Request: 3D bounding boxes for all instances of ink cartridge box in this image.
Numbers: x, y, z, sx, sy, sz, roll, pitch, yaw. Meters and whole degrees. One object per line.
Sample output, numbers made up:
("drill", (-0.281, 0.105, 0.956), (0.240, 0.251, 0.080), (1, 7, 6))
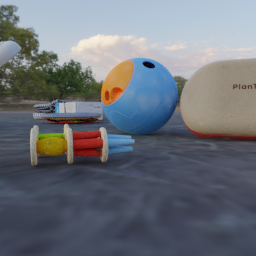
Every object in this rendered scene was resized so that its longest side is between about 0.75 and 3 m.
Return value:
("ink cartridge box", (-2.117, -0.720, 12.014), (1.322, 0.763, 1.810), (-3, 5, -40))

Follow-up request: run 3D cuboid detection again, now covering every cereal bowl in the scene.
("cereal bowl", (-3.671, -2.146, 8.079), (1.129, 0.470, 1.129), (-26, 32, 18))

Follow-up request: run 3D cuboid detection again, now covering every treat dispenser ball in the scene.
("treat dispenser ball", (0.216, -0.608, 5.428), (1.480, 1.480, 1.480), (0, 4, 0))

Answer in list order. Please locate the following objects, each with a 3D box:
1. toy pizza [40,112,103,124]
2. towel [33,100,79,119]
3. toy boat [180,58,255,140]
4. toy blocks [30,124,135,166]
("toy pizza", (-1.932, -0.343, 9.698), (2.155, 0.341, 2.155), (-1, 5, 0))
("towel", (-3.346, -0.891, 13.664), (1.718, 0.888, 2.075), (1, 4, 30))
("toy boat", (2.002, -0.329, 4.808), (2.129, 1.389, 1.392), (2, -26, 23))
("toy blocks", (-0.455, 0.139, 2.744), (0.910, 0.331, 0.759), (-1, 5, -15))
